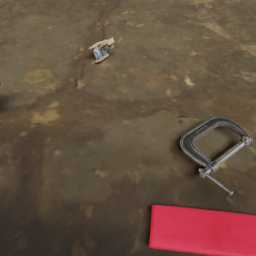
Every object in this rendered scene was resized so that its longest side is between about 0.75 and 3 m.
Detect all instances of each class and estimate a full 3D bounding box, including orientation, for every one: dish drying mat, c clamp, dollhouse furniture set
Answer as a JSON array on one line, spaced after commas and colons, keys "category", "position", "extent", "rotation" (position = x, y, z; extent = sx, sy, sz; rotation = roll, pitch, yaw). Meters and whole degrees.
[{"category": "dish drying mat", "position": [1.910, 2.380, 6.380], "extent": [2.812, 0.256, 1.080], "rotation": [5, 40, 4]}, {"category": "c clamp", "position": [2.579, 0.568, 7.786], "extent": [2.400, 0.325, 2.050], "rotation": [-35, 52, -29]}, {"category": "dollhouse furniture set", "position": [-0.984, -3.100, 11.199], "extent": [0.906, 0.638, 0.635], "rotation": [-2, 35, 41]}]

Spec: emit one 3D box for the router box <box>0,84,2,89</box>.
[{"category": "router box", "position": [-4.349, -0.946, 8.821], "extent": [0.316, 1.017, 0.762], "rotation": [21, 64, -30]}]
